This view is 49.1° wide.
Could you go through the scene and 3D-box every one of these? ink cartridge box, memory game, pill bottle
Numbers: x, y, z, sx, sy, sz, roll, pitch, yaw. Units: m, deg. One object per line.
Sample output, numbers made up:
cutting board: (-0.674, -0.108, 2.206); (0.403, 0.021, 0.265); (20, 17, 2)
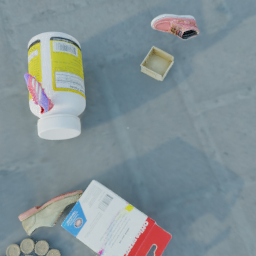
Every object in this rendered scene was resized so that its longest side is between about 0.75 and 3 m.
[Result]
ink cartridge box: (-0.271, 2.571, 7.123); (2.395, 0.805, 1.391); (33, 76, 9)
memory game: (-2.523, 3.793, 7.121); (1.883, 0.120, 1.883); (0, 74, 0)
pill bottle: (-1.990, -1.124, 7.866); (1.521, 1.521, 2.733); (-6, 74, -2)

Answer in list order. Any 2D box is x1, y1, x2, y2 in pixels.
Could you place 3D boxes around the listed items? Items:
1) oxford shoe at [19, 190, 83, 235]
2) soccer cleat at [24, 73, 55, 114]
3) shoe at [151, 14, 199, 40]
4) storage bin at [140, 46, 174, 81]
oxford shoe: (-1.937, 2.198, 7.388); (1.779, 0.630, 0.657); (-27, 80, 2)
soccer cleat: (-2.142, -0.795, 6.591); (0.410, 1.071, 0.357); (-44, 43, -20)
shoe: (1.411, -2.970, 8.281); (1.383, 0.494, 0.629); (-6, 59, -11)
storage bin: (0.915, -1.990, 8.728); (0.785, 0.370, 0.790); (30, 75, 9)
